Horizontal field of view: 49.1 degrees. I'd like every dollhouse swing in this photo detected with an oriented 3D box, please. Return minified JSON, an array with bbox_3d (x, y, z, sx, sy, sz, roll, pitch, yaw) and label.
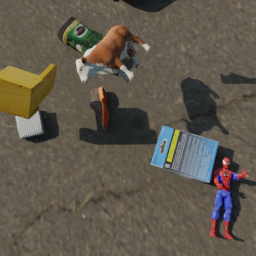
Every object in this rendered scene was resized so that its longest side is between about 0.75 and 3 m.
[{"bbox_3d":[-3.241,-1.385,8.851,1.515,1.667,1.465,18,56,-11],"label":"dollhouse swing"}]

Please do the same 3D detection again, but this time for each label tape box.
[{"bbox_3d":[2.058,0.975,10.290,2.145,0.709,1.537,16,77,6],"label":"label tape box"}]

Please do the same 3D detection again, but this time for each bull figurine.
[{"bbox_3d":[-0.422,-2.167,8.520,1.600,0.858,2.636,34,57,-9],"label":"bull figurine"}]

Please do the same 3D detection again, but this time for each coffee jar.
[{"bbox_3d":[-1.711,-3.489,11.139,2.117,0.903,1.104,34,71,6],"label":"coffee jar"}]

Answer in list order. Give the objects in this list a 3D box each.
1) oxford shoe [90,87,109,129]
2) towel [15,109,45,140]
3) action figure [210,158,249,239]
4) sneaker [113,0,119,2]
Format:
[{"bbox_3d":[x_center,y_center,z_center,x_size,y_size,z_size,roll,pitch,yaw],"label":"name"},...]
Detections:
[{"bbox_3d":[-1.121,-0.733,10.778,0.613,0.599,1.681,-11,70,10],"label":"oxford shoe"},{"bbox_3d":[-3.720,-0.201,10.665,0.938,0.485,1.132,-14,80,-2],"label":"towel"},{"bbox_3d":[3.438,2.370,9.686,0.911,1.382,2.793,7,75,1],"label":"action figure"},{"bbox_3d":[-0.111,-4.094,7.896,0.375,1.066,0.498,33,47,-12],"label":"sneaker"}]
